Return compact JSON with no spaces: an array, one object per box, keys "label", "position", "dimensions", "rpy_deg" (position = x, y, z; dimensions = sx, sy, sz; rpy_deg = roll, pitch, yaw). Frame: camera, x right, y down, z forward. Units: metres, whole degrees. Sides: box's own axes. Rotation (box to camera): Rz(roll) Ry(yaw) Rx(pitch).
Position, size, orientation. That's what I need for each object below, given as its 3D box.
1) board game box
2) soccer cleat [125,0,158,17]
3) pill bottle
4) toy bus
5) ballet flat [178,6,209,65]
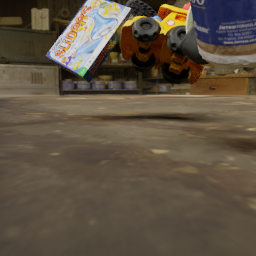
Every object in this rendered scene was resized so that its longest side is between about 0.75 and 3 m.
[{"label":"board game box","position":[-1.189,-2.854,8.778],"dimensions":[1.722,2.544,0.438],"rpy_deg":[31,-6,26]},{"label":"soccer cleat","position":[0.884,-3.253,9.988],"dimensions":[2.985,1.018,1.092],"rpy_deg":[36,-8,-27]},{"label":"pill bottle","position":[1.440,-2.350,3.374],"dimensions":[1.595,2.875,1.595],"rpy_deg":[-14,34,10]},{"label":"toy bus","position":[1.327,-2.913,8.592],"dimensions":[2.560,2.458,1.737],"rpy_deg":[20,-23,9]},{"label":"ballet flat","position":[1.864,-2.781,5.674],"dimensions":[1.017,2.973,1.011],"rpy_deg":[29,8,31]}]
